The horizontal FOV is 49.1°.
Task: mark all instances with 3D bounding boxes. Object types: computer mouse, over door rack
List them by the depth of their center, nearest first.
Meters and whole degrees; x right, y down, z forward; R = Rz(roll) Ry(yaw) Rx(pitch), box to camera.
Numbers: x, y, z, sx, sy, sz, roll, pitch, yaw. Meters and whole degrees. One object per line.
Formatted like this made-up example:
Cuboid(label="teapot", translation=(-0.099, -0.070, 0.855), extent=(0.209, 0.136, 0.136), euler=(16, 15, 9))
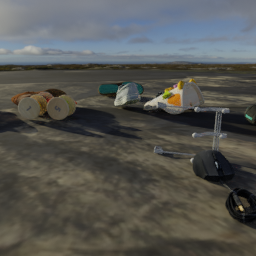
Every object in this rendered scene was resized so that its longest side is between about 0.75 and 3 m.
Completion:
Cuboid(label="computer mouse", translation=(1.793, 0.916, 5.295), extent=(0.745, 0.432, 2.540), euler=(0, 15, -3))
Cuboid(label="over door rack", translation=(1.419, 0.110, 6.695), extent=(1.774, 1.310, 0.591), euler=(8, 11, 25))

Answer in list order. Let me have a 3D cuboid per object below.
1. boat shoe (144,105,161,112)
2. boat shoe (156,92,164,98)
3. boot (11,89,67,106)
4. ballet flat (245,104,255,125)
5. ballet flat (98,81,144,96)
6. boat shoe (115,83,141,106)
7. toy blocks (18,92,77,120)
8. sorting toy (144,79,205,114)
Cuboid(label="boat shoe", translation=(1.062, -0.839, 12.346), extent=(0.925, 0.309, 0.264), euler=(4, -33, 51))
Cuboid(label="boat shoe", translation=(1.867, -1.757, 15.381), extent=(0.498, 0.490, 1.382), euler=(6, 16, 21))
Cuboid(label="boot", translation=(-4.390, -1.500, 13.762), extent=(2.378, 0.876, 1.840), euler=(-9, 13, -39))
Cuboid(label="ballet flat", translation=(5.595, -0.447, 9.827), extent=(2.763, 0.939, 0.945), euler=(-8, 23, 10))
Cuboid(label="ballet flat", translation=(-0.414, -2.272, 16.990), extent=(2.777, 0.942, 1.004), euler=(-3, -5, 4))
Cuboid(label="boat shoe", translation=(-0.046, -1.535, 12.669), extent=(0.902, 0.921, 2.585), euler=(-7, 0, -15))
Cuboid(label="toy blocks", translation=(-3.101, -1.029, 11.806), extent=(2.050, 0.893, 2.459), euler=(1, 15, 5))
Cuboid(label="sorting toy", translation=(1.979, -1.319, 13.007), extent=(2.211, 1.312, 2.456), euler=(-13, 4, 37))
